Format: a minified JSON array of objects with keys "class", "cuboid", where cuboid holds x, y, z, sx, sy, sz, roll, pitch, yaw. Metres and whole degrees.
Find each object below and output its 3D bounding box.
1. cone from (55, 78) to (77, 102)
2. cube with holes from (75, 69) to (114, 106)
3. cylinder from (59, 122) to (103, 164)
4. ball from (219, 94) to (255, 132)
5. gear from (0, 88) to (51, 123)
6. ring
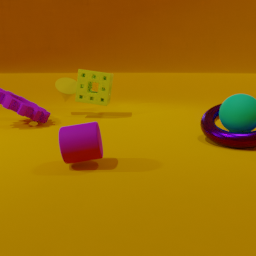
[{"class":"cone","cuboid":[-2.514,-1.380,11.394,0.947,0.951,0.947,10,48,-12]},{"class":"cube with holes","cuboid":[-1.256,-1.560,10.700,1.182,1.182,1.182,8,10,0]},{"class":"cylinder","cuboid":[-0.886,0.282,5.376,0.716,0.716,0.716,-9,13,-1]},{"class":"ball","cuboid":[2.820,-0.355,7.043,1.009,1.009,1.009,0,12,0]},{"class":"gear","cuboid":[-3.508,-0.741,9.242,1.873,0.346,1.873,28,1,-1]},{"class":"ring","cuboid":[2.828,-0.130,7.140,1.914,0.383,1.914,-8,32,5]}]
